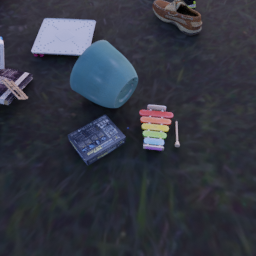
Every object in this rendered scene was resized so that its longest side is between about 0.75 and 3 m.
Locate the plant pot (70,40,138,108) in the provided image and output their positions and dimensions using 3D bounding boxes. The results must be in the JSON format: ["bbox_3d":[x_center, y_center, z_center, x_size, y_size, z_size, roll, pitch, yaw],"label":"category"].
[{"bbox_3d":[-0.535,-1.316,7.638,1.316,1.640,1.640,38,62,13],"label":"plant pot"}]

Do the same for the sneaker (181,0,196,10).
[{"bbox_3d":[2.321,-5.077,10.946,0.412,0.476,1.150,-23,58,-16],"label":"sneaker"}]

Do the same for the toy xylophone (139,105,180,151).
[{"bbox_3d":[0.837,0.024,7.370,1.048,0.360,1.431,-1,55,-1],"label":"toy xylophone"}]

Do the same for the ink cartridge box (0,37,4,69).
[{"bbox_3d":[-4.431,-2.166,7.785,1.769,0.745,1.279,-2,25,-25],"label":"ink cartridge box"}]

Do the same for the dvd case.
[{"bbox_3d":[-4.156,-1.407,7.861,2.385,0.191,1.774,14,33,-4],"label":"dvd case"}]

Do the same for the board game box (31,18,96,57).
[{"bbox_3d":[-2.159,-3.112,9.686,1.882,0.244,1.883,3,55,2],"label":"board game box"}]

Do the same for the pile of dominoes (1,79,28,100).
[{"bbox_3d":[-3.030,-0.990,7.461,0.120,0.587,0.753,-44,87,9],"label":"pile of dominoes"}]

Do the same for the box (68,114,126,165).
[{"bbox_3d":[-0.795,0.281,7.219,1.194,0.305,0.942,-32,59,-21],"label":"box"}]

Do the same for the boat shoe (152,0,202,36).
[{"bbox_3d":[1.821,-4.204,10.116,0.827,0.807,2.186,-38,63,-24],"label":"boat shoe"}]
